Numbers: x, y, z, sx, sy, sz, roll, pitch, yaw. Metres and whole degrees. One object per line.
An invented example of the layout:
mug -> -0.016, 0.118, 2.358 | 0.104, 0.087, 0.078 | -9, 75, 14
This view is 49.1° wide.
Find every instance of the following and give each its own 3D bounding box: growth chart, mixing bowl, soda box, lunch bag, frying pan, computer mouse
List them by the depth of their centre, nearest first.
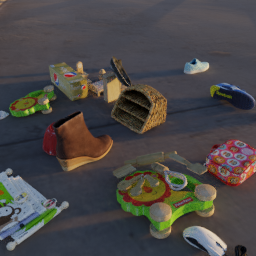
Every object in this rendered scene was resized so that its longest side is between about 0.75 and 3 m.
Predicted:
computer mouse -> 2.077, 2.822, 6.793 | 1.570, 0.345, 0.861 | 22, 31, 29
growth chart -> -3.431, 2.194, 7.893 | 2.933, 0.260, 2.123 | 22, 41, 30
lunch bag -> 3.367, 1.026, 9.183 | 1.702, 0.697, 1.499 | -24, 41, -31
mixing bowl -> -2.427, 0.242, 10.217 | 1.486, 0.805, 1.486 | -2, 32, 1
frying pan -> -0.107, -2.254, 12.524 | 0.409, 2.510, 1.519 | -30, 62, 13
soda box -> -2.996, -2.359, 13.947 | 0.878, 0.929, 2.742 | -20, 39, -27

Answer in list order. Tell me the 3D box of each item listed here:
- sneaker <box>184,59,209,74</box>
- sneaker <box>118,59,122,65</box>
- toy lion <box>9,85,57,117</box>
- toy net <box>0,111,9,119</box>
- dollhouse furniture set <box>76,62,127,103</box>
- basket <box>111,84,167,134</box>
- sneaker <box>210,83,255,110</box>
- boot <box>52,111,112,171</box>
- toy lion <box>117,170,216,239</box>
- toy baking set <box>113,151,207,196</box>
sneaker -> 3.982, -3.613, 15.967 | 1.791, 0.734, 0.662 | -23, 41, -29
sneaker -> -0.629, -3.706, 16.365 | 0.308, 0.437, 0.824 | 14, 37, 20
toy lion -> -4.300, -1.146, 12.569 | 1.831, 0.656, 1.911 | -7, 34, 3
toy net -> -5.758, -0.429, 11.684 | 1.526, 0.295, 0.801 | -20, 39, -27
dollhouse furniture set -> -1.301, -2.554, 13.946 | 1.483, 1.267, 2.861 | -25, 41, -32
basket -> 0.402, -0.896, 11.378 | 1.471, 1.410, 1.975 | -24, 41, -33
sneaker -> 4.923, -1.553, 12.901 | 0.906, 0.815, 2.203 | -22, 41, -32
boot -> -1.396, 0.271, 9.258 | 0.809, 1.859, 2.235 | 28, 43, 35
toy lion -> 0.943, 1.883, 8.028 | 2.333, 0.801, 2.236 | -16, 30, -22
toy baking set -> 0.869, 1.326, 8.426 | 2.774, 0.323, 2.129 | -14, 22, 7
